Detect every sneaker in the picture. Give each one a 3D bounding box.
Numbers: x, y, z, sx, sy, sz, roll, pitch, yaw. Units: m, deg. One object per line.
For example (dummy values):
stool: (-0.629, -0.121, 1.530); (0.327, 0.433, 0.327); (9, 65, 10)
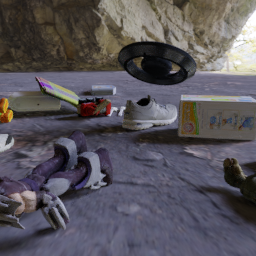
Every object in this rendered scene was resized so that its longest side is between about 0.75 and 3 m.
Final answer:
sneaker: (0.838, -0.604, 9.176); (0.916, 1.005, 2.451); (12, 18, 39)
sneaker: (-3.439, 0.250, 6.362); (0.637, 0.739, 1.685); (11, 16, 43)

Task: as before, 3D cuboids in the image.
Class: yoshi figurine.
yoshi figurine: (-5.010, -0.631, 9.487); (1.965, 1.105, 1.100); (-4, -1, -5)

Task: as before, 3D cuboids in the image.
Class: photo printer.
photo printer: (-4.027, -1.181, 12.040); (2.090, 0.726, 1.738); (-4, 15, -16)

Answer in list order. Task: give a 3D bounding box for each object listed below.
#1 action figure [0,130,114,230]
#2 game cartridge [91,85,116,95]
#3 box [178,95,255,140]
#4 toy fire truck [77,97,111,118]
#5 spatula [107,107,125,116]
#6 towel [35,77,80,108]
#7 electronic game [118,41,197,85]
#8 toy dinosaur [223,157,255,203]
action figure: (-1.254, 0.834, 3.975); (1.613, 0.860, 2.479); (17, 24, 30)
game cartridge: (-1.535, -2.401, 17.590); (1.541, 0.481, 2.314); (-6, 15, -6)
box: (2.503, -0.346, 8.047); (2.073, 1.050, 1.166); (3, 14, 10)
toy fire truck: (-1.026, -0.781, 10.272); (1.229, 0.898, 1.396); (-13, 24, -43)
spatula: (-0.294, -0.659, 11.302); (1.130, 0.130, 1.625); (2, 18, 4)
towel: (-2.872, -1.448, 11.863); (1.996, 0.316, 2.779); (24, 9, -31)
electronic game: (0.870, -1.925, 8.554); (2.403, 0.500, 2.403); (12, -13, 3)
toy dinosaur: (2.253, 0.962, 4.013); (0.996, 0.536, 2.259); (-16, 16, -5)
